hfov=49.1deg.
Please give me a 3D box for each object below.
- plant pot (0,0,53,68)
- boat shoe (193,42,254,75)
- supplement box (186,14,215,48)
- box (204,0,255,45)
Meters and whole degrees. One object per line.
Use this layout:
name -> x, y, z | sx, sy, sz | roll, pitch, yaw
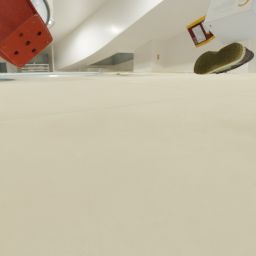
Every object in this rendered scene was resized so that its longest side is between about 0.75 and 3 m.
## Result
plant pot -> -3.033, -2.681, 7.214 | 1.595, 1.809, 1.808 | 45, -6, 12
boat shoe -> 2.661, -1.855, 8.000 | 0.677, 0.736, 2.059 | 14, -6, -20
supplement box -> 2.862, -3.719, 10.693 | 0.896, 0.908, 0.603 | -40, 17, -34
box -> 2.943, -3.331, 7.035 | 0.997, 2.045, 1.272 | 29, -15, -36
